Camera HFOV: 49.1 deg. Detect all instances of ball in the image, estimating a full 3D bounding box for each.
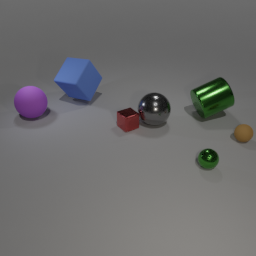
[{"bbox_3d":[2.728,1.043,9.505,0.700,0.700,0.700,0,32,0],"label":"ball"},{"bbox_3d":[1.101,-0.795,11.802,1.400,1.400,1.400,0,32,0],"label":"ball"},{"bbox_3d":[4.487,0.196,10.866,0.700,0.700,0.700,0,32,0],"label":"ball"},{"bbox_3d":[-4.262,-1.136,12.314,1.400,1.400,1.400,0,32,0],"label":"ball"}]

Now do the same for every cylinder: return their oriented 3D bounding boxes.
[{"bbox_3d":[3.655,-1.305,12.226,1.400,1.400,1.400,-25,34,1],"label":"cylinder"}]

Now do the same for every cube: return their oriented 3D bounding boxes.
[{"bbox_3d":[-2.335,-2.318,13.297,1.400,1.400,1.400,14,69,30],"label":"cube"},{"bbox_3d":[0.000,-0.345,11.738,0.700,0.700,0.700,-19,37,-28],"label":"cube"}]
